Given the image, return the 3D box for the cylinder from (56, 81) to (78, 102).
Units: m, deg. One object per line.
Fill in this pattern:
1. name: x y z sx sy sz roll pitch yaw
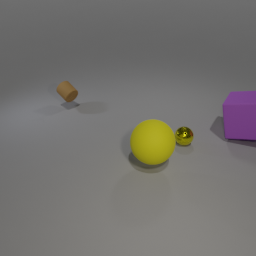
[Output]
1. cylinder: -2.710 -1.627 12.520 0.700 0.700 0.700 45 47 17

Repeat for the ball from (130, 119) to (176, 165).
1. ball: 0.761 0.432 8.661 1.400 1.400 1.400 0 30 0

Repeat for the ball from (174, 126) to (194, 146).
1. ball: 2.050 0.292 10.250 0.700 0.700 0.700 0 30 0

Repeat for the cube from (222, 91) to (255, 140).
1. cube: 4.396 -0.493 10.339 1.400 1.400 1.400 2 26 32
